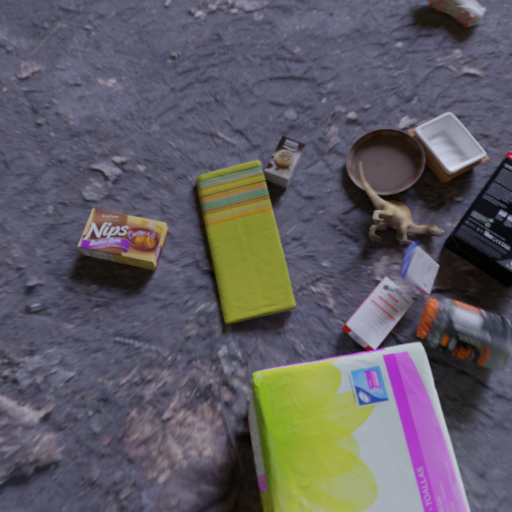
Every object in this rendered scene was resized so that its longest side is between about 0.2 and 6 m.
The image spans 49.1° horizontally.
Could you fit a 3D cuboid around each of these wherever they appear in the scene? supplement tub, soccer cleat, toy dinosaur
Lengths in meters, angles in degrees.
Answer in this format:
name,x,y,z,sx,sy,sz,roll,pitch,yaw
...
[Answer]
name,x,y,z,sx,sy,sz,roll,pitch,yaw
supplement tub,3.812,1.388,10.218,1.567,0.960,0.960,19,68,13
soccer cleat,4.851,-6.314,13.872,1.711,0.593,0.664,40,67,8
toy dinosaur,2.685,-0.831,11.426,2.239,0.652,1.132,38,54,2

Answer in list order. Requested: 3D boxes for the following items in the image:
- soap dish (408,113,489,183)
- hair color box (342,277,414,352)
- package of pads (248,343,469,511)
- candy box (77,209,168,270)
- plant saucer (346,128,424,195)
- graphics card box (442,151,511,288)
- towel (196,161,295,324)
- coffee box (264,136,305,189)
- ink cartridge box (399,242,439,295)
name,x,y,z,sx,sy,sz,roll,pitch,yaw
soap dish,4.102,-2.311,12.076,1.113,0.575,1.415,-27,69,-12
hair color box,2.310,1.119,10.635,0.712,0.410,1.283,41,73,8
package of pads,1.584,3.665,9.013,3.133,1.383,4.055,-9,67,-4
candy box,-2.663,-0.341,11.288,1.573,0.444,0.918,13,66,4
plant saucer,2.750,-1.978,11.986,1.628,0.261,1.628,-4,68,10
graphics card box,5.149,-0.773,11.368,1.580,0.640,2.518,35,70,13
towel,-0.258,-0.339,11.381,1.440,0.302,3.347,-14,68,3
coffee box,0.611,-2.023,12.050,0.556,0.392,0.983,22,68,9
ink cartridge box,3.006,0.230,10.448,0.218,1.039,0.620,8,69,48
